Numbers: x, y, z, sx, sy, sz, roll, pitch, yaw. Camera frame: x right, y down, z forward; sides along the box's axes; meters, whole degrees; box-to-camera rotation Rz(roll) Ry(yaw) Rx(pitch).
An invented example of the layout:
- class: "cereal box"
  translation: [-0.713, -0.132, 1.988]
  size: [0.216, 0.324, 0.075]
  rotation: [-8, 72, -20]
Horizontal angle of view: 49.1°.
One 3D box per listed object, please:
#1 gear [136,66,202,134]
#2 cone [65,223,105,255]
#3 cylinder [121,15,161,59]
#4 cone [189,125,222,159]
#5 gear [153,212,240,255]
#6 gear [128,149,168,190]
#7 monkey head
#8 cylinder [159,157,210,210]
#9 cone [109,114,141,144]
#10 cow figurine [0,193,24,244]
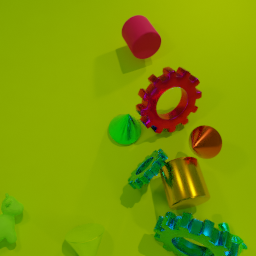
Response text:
- class: "gear"
  translation: [1.159, -0.750, 7.847]
  size: [1.906, 1.906, 0.353]
  rotation: [-26, 39, -10]
- class: "cone"
  translation: [-1.008, 3.108, 7.075]
  size: [0.998, 0.998, 1.002]
  rotation: [-9, 96, -3]
- class: "cylinder"
  translation: [0.416, -2.901, 8.954]
  size: [1.003, 1.003, 1.003]
  rotation: [-20, 55, -8]
- class: "cone"
  translation: [1.798, 0.429, 7.071]
  size: [0.910, 0.914, 0.910]
  rotation: [5, 100, 33]
- class: "gear"
  translation: [1.536, 2.637, 6.471]
  size: [1.897, 1.897, 0.351]
  rotation: [24, 52, 9]
- class: "gear"
  translation: [0.512, 1.069, 7.363]
  size: [0.230, 1.245, 1.245]
  rotation: [45, 74, -6]
- class: "monkey head"
  translation: [2.506, 2.883, 7.128]
  size: [1.095, 0.660, 0.788]
  rotation: [-6, 41, -4]
- class: "cylinder"
  translation: [1.459, 1.451, 7.311]
  size: [1.073, 1.073, 1.073]
  rotation: [-11, 61, -4]
- class: "cone"
  translation: [-0.034, -0.174, 7.997]
  size: [0.998, 1.002, 0.998]
  rotation: [3, 65, -6]
- class: "cow figurine"
  translation: [-3.227, 2.367, 7.104]
  size: [1.233, 0.677, 1.213]
  rotation: [-20, 93, -25]
